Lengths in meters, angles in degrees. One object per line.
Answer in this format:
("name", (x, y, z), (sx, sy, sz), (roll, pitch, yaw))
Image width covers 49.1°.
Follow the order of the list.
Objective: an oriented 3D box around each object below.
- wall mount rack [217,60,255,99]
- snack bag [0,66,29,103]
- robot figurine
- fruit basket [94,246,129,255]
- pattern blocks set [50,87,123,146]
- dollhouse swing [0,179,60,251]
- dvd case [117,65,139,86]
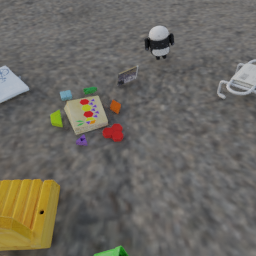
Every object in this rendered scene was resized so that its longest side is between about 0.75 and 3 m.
("wall mount rack", (4.332, -1.311, 9.333), (2.150, 0.922, 2.474), (28, 51, 30))
("snack bag", (-4.696, -1.398, 9.838), (1.944, 0.221, 2.062), (-33, 53, -29))
("robot figurine", (1.214, -3.284, 10.799), (0.943, 1.255, 0.783), (-38, 48, -25))
("fruit basket", (-0.022, 2.918, 4.995), (1.386, 1.000, 1.386), (-13, 40, 12))
("pattern blocks set", (-1.295, -0.429, 8.825), (2.224, 0.205, 2.531), (-6, 47, -8))
("dollhouse swing", (-2.877, 1.438, 5.584), (2.424, 2.131, 2.203), (-2, 45, -1))
("dvd case", (0.004, -1.853, 9.970), (0.850, 0.632, 0.068), (-28, 65, -23))
